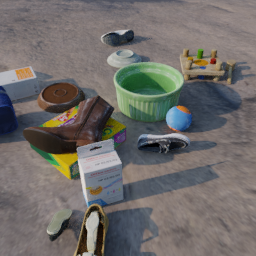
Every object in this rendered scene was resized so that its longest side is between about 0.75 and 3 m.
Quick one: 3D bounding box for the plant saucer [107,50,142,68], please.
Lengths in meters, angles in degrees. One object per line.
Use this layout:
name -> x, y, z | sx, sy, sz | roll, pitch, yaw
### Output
plant saucer -> -0.193, -3.800, 15.030 | 1.858, 0.466, 1.858 | 0, 39, 0

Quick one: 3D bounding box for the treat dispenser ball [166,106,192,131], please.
treat dispenser ball -> 1.894, -0.351, 10.408 | 0.940, 0.940, 0.940 | 0, 39, 0

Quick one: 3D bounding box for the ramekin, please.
ramekin -> 0.817, -1.467, 11.421 | 2.762, 1.349, 2.762 | 0, 39, 0

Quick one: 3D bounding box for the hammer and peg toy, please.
hammer and peg toy -> 4.019, -3.113, 13.751 | 2.791, 0.984, 2.053 | 3, 39, 4

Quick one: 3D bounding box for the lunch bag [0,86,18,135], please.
lunch bag -> -5.242, -0.521, 10.010 | 2.164, 1.470, 1.432 | -20, 54, -25

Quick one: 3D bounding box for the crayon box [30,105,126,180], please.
crayon box -> -1.716, 0.299, 9.706 | 2.225, 0.752, 2.579 | 29, 47, 31

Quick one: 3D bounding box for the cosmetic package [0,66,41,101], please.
cosmetic package -> -5.240, -1.846, 12.282 | 2.439, 0.869, 1.237 | -19, 43, -20

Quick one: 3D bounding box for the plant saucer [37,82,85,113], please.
plant saucer -> -2.894, -1.407, 12.066 | 2.037, 0.351, 2.037 | 0, 41, 0

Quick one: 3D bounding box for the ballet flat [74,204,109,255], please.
ballet flat -> -0.931, 2.870, 6.520 | 0.842, 0.773, 2.454 | 1, 39, 0

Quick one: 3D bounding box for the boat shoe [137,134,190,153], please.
boat shoe -> 1.196, 0.577, 9.484 | 1.774, 0.636, 0.601 | 3, 39, 8

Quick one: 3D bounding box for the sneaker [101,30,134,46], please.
sneaker -> -0.715, -5.493, 17.016 | 2.236, 0.833, 0.974 | -20, 31, -33

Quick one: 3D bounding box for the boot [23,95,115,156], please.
boot -> -1.802, -0.281, 9.198 | 2.415, 0.832, 2.591 | 15, 43, -3

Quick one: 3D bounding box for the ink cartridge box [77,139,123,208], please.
ink cartridge box -> -0.732, 1.284, 7.622 | 1.055, 1.832, 0.621 | -14, 37, -16

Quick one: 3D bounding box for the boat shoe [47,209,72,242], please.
boat shoe -> -1.759, 2.512, 7.266 | 0.424, 0.376, 1.134 | 4, 14, 4
